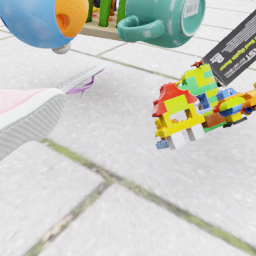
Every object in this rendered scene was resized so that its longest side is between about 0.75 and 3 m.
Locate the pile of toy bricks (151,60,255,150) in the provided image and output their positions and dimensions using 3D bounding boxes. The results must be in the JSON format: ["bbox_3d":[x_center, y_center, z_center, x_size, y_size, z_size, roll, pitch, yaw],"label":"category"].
[{"bbox_3d":[1.478,-0.636,5.433,2.755,1.360,1.528,-20,-1,-20],"label":"pile of toy bricks"}]

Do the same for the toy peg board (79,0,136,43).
[{"bbox_3d":[-0.879,-3.952,8.736,2.714,1.327,2.703,10,38,0],"label":"toy peg board"}]

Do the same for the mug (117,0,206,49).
[{"bbox_3d":[1.021,-2.942,7.366,1.478,2.391,1.965,27,0,34],"label":"mug"}]

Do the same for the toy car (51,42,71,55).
[{"bbox_3d":[-1.925,-2.653,7.195,1.337,1.170,1.003,33,75,29],"label":"toy car"}]

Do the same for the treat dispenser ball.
[{"bbox_3d":[-1.499,-2.224,4.962,1.583,1.583,1.583,0,35,0],"label":"treat dispenser ball"}]

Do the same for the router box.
[{"bbox_3d":[2.889,-2.113,6.538,0.833,2.683,2.010,47,13,2],"label":"router box"}]

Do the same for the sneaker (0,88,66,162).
[{"bbox_3d":[-1.364,-0.215,3.004,0.914,0.658,1.749,26,21,5],"label":"sneaker"}]

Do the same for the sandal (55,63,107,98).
[{"bbox_3d":[-1.105,-0.780,5.659,1.637,0.402,0.666,-33,23,-7],"label":"sandal"}]
